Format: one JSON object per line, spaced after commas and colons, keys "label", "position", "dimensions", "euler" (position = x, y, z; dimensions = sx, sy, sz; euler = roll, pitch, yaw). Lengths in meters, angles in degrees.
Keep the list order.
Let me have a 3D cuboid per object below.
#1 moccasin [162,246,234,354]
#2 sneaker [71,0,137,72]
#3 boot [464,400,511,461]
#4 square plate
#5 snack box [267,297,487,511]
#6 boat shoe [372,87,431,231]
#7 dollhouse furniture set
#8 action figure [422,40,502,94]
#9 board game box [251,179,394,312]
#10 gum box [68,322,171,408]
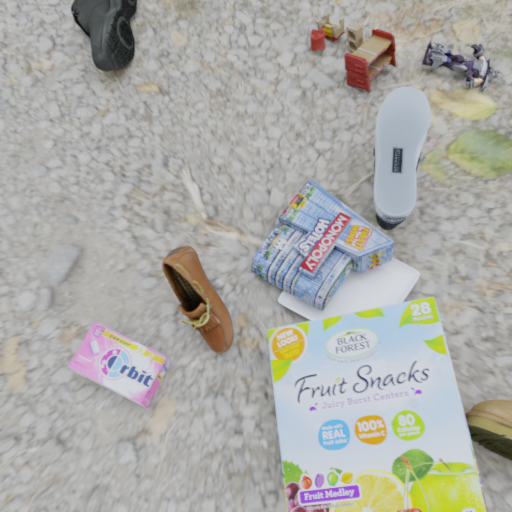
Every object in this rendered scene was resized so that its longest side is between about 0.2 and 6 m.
{"label": "moccasin", "position": [-0.924, 0.776, 8.864], "dimensions": [0.690, 1.886, 0.728], "euler": [-5, 27, 32]}
{"label": "sneaker", "position": [-3.314, -4.996, 11.998], "dimensions": [1.307, 1.093, 2.879], "euler": [-7, 58, 7]}
{"label": "boot", "position": [5.066, 1.536, 8.806], "dimensions": [3.293, 1.243, 3.760], "euler": [21, 67, -4]}
{"label": "square plate", "position": [1.595, 0.572, 9.652], "dimensions": [1.815, 0.258, 1.798], "euler": [30, 68, 18]}
{"label": "snack box", "position": [1.632, 2.367, 8.034], "dimensions": [2.586, 1.038, 3.067], "euler": [-14, 64, 15]}
{"label": "boat shoe", "position": [2.453, -1.664, 9.645], "dimensions": [0.934, 0.864, 2.531], "euler": [4, 72, 5]}
{"label": "dollhouse furniture set", "position": [1.918, -4.322, 11.842], "dimensions": [1.014, 0.766, 1.883], "euler": [-44, 55, -17]}
{"label": "action figure", "position": [4.325, -3.984, 11.681], "dimensions": [1.645, 0.571, 1.070], "euler": [18, 61, 4]}
{"label": "board game box", "position": [1.221, -0.135, 9.550], "dimensions": [1.952, 0.602, 1.953], "euler": [27, 66, 24]}
{"label": "gum box", "position": [-2.223, 1.747, 9.048], "dimensions": [1.438, 0.476, 0.816], "euler": [23, 68, 10]}
